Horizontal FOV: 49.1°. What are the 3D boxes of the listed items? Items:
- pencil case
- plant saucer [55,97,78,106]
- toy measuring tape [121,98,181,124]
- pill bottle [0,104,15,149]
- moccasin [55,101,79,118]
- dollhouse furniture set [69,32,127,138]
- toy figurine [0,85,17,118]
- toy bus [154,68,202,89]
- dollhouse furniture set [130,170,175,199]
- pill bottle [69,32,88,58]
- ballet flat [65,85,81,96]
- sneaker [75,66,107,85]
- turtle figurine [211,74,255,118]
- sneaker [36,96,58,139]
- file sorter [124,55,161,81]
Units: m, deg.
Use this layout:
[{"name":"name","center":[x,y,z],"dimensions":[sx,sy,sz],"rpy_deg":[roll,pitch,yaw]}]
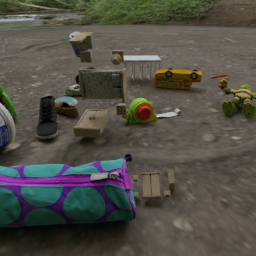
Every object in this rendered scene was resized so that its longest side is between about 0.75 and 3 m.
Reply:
[{"name":"pencil case","center":[-1.358,1.216,5.419],"dimensions":[2.971,1.373,1.264],"rpy_deg":[-3,51,-2]},{"name":"plant saucer","center":[-2.668,-1.143,11.885],"dimensions":[1.067,0.205,1.067],"rpy_deg":[-1,25,0]},{"name":"toy measuring tape","center":[0.887,-0.725,10.248],"dimensions":[2.398,0.882,0.882],"rpy_deg":[-10,27,-20]},{"name":"pill bottle","center":[-4.414,0.288,7.286],"dimensions":[1.477,1.477,2.552],"rpy_deg":[14,28,27]},{"name":"moccasin","center":[-2.459,-0.804,10.759],"dimensions":[1.360,0.525,0.498],"rpy_deg":[22,33,39]},{"name":"dollhouse furniture set","center":[-0.868,-1.239,8.317],"dimensions":[1.486,2.867,1.269],"rpy_deg":[3,31,9]},{"name":"toy figurine","center":[-5.642,-0.791,10.062],"dimensions":[2.306,1.881,2.505],"rpy_deg":[-31,62,-26]},{"name":"toy bus","center":[2.471,-2.437,13.835],"dimensions":[2.262,0.885,0.736],"rpy_deg":[7,24,14]},{"name":"dollhouse furniture set","center":[0.486,1.345,6.349],"dimensions":[1.133,0.502,0.587],"rpy_deg":[-5,60,6]},{"name":"pill bottle","center":[-1.572,-2.654,8.941],"dimensions":[0.439,0.758,0.439],"rpy_deg":[-6,54,9]},{"name":"ballet flat","center":[-2.131,-1.756,12.855],"dimensions":[1.499,0.530,0.530],"rpy_deg":[-4,25,-9]},{"name":"sneaker","center":[-1.480,-2.726,14.483],"dimensions":[2.272,0.869,1.301],"rpy_deg":[-3,31,7]},{"name":"turtle figurine","center":[4.459,-1.240,11.243],"dimensions":[2.814,0.906,2.269],"rpy_deg":[22,40,19]},{"name":"sneaker","center":[-2.729,-0.380,9.290],"dimensions":[0.700,0.995,1.872],"rpy_deg":[-5,25,-11]},{"name":"file sorter","center":[0.731,-3.240,15.213],"dimensions":[1.907,1.188,1.323],"rpy_deg":[-1,25,-3]}]
